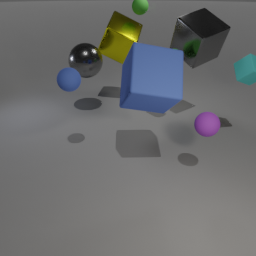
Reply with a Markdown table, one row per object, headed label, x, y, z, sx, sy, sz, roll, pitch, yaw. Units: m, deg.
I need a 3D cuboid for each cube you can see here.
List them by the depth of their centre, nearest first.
| label | x | y | z | sx | sy | sz | roll | pitch | yaw |
| --- | --- | --- | --- | --- | --- | --- | --- | --- | --- |
| cube | 0.616 | -1.322 | 7.800 | 1.400 | 1.400 | 1.400 | 7 | -14 | -12 |
| cube | 4.140 | -1.970 | 9.510 | 0.700 | 0.700 | 0.700 | 11 | -24 | -30 |
| cube | 2.648 | -3.367 | 10.505 | 1.400 | 1.400 | 1.400 | -27 | 62 | -23 |
| cube | -0.352 | -3.933 | 12.294 | 1.400 | 1.400 | 1.400 | 23 | 51 | -11 |

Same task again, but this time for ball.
| label | x | y | z | sx | sy | sz | roll | pitch | yaw |
| --- | --- | --- | --- | --- | --- | --- | --- | --- | --- |
| ball | 2.207 | -0.103 | 7.818 | 0.700 | 0.700 | 0.700 | 0 | 28 | 0 |
| ball | -1.724 | -1.411 | 8.176 | 0.700 | 0.700 | 0.700 | 0 | 28 | 0 |
| ball | -1.733 | -2.761 | 11.486 | 1.400 | 1.400 | 1.400 | 0 | 28 | 0 |
| ball | 0.511 | -5.131 | 11.788 | 0.700 | 0.700 | 0.700 | 0 | 28 | 0 |

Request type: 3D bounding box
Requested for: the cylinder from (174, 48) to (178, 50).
| label | x | y | z | sx | sy | sz | roll | pitch | yaw |
| --- | --- | --- | --- | --- | --- | --- | --- | --- | --- |
| cylinder | 1.535 | -2.497 | 10.295 | 0.700 | 0.700 | 0.700 | -17 | 9 | -28 |
